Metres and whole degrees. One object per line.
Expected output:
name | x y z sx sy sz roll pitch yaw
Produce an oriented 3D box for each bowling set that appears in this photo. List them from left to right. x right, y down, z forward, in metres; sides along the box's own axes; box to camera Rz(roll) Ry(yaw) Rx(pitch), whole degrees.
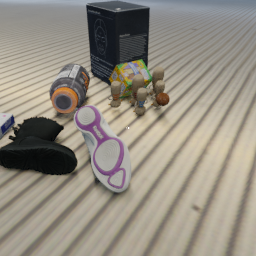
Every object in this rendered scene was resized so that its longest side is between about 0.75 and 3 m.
bowling set | 0.564 -0.871 8.655 2.143 1.150 1.491 -21 52 -22

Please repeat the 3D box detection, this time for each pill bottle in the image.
pill bottle | -1.841 -1.226 8.858 1.101 1.101 2.072 0 30 -1

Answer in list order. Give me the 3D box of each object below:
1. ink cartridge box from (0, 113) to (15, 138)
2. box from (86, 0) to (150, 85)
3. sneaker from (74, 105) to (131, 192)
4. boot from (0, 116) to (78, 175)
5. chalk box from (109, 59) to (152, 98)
ink cartridge box | -4.326 0.120 7.469 1.874 0.406 1.840 4 31 5
box | -0.399 -3.246 10.730 1.488 2.779 2.062 -21 38 -29
sneaker | -0.453 0.473 6.340 0.842 1.121 2.250 -28 56 0
boot | -1.994 0.348 6.795 1.975 0.731 1.618 3 28 8
chalk box | 0.218 -1.744 9.803 1.416 0.881 0.877 -20 75 -30
